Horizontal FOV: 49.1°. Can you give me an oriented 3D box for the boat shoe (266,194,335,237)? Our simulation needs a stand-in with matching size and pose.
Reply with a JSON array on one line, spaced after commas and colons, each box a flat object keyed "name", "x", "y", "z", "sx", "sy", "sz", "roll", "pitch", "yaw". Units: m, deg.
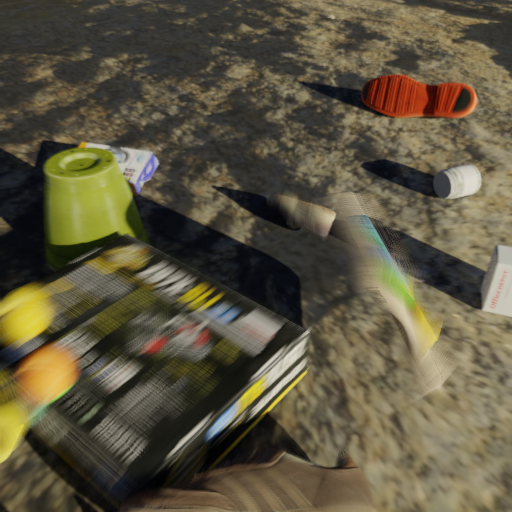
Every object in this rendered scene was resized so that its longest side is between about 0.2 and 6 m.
[{"name": "boat shoe", "x": 0.785, "y": -0.813, "z": 10.926, "sx": 0.623, "sy": 0.561, "sz": 1.733, "roll": 8, "pitch": 11, "yaw": -46}]

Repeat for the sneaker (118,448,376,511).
[{"name": "sneaker", "x": -0.097, "y": 2.614, "z": 5.977, "sx": 2.727, "sy": 0.960, "sz": 1.030, "roll": 6, "pitch": 34, "yaw": -11}]

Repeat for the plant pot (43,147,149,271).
[{"name": "plant pot", "x": -2.980, "y": -0.877, "z": 9.985, "sx": 1.890, "sy": 1.820, "sz": 1.890, "roll": -1, "pitch": 36, "yaw": 0}]

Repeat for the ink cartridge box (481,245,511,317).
[{"name": "ink cartridge box", "x": 4.355, "y": 0.489, "z": 8.801, "sx": 1.386, "sy": 1.007, "sz": 0.578, "roll": 11, "pitch": 38, "yaw": 15}]

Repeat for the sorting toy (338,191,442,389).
[{"name": "sorting toy", "x": 1.750, "y": 0.370, "z": 7.152, "sx": 0.384, "sy": 2.107, "sz": 1.951, "roll": -26, "pitch": 32, "yaw": 10}]

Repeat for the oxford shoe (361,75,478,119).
[{"name": "oxford shoe", "x": 4.484, "y": -4.264, "z": 15.520, "sx": 3.188, "sy": 1.135, "sz": 1.156, "roll": 19, "pitch": 11, "yaw": 29}]

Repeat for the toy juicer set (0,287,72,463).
[{"name": "toy juicer set", "x": -3.187, "y": 0.819, "z": 5.932, "sx": 1.752, "sy": 2.754, "sz": 0.749, "roll": -39, "pitch": 10, "yaw": 10}]

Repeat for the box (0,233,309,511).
[{"name": "box", "x": -1.707, "y": 1.321, "z": 7.739, "sx": 3.854, "sy": 0.951, "sz": 3.078, "roll": 25, "pitch": 41, "yaw": 31}]

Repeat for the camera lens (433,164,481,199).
[{"name": "camera lens", "x": 4.288, "y": -1.577, "z": 11.916, "sx": 0.819, "sy": 0.655, "sz": 0.655, "roll": -13, "pitch": 38, "yaw": -18}]

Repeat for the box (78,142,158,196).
[{"name": "box", "x": -3.157, "y": -1.920, "z": 12.391, "sx": 1.922, "sy": 0.399, "sz": 1.144, "roll": 11, "pitch": 49, "yaw": 6}]
